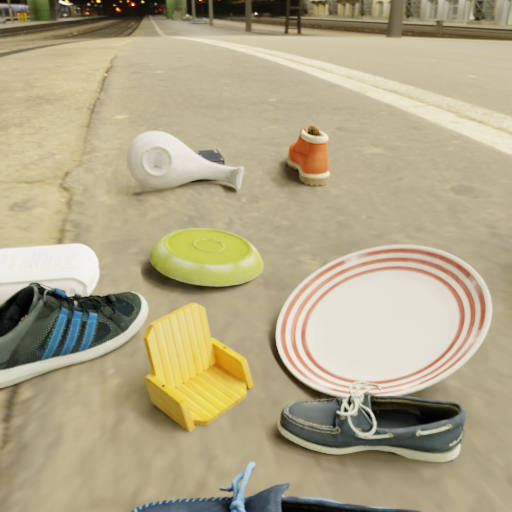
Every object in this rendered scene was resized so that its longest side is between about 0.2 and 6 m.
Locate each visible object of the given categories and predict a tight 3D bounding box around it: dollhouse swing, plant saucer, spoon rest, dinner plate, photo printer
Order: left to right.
[{"bbox_3d":[-2.869,0.264,7.565,1.433,0.498,1.192,-5,25,-11],"label":"photo printer"},{"bbox_3d":[-1.442,-1.801,11.340,2.323,1.154,0.704,12,9,-7],"label":"spoon rest"},{"bbox_3d":[-0.570,1.049,5.586,0.821,0.794,0.903,26,35,36],"label":"dollhouse swing"},{"bbox_3d":[-0.711,-0.057,8.267,1.688,0.262,1.688,7,25,-3],"label":"plant saucer"},{"bbox_3d":[1.384,0.708,6.313,2.379,0.288,2.379,-16,33,10],"label":"dinner plate"}]

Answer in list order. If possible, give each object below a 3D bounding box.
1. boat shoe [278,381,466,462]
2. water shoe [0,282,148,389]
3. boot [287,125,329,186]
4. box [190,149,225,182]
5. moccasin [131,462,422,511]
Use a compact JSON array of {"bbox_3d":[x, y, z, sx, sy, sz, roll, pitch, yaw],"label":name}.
[{"bbox_3d":[1.025,1.475,5.067,1.659,0.513,0.621,6,28,13],"label":"boat shoe"},{"bbox_3d":[-2.197,0.713,6.200,2.251,0.888,0.805,-22,34,-38],"label":"water shoe"},{"bbox_3d":[1.173,-2.381,12.319,0.786,1.123,2.094,-6,25,-8],"label":"boot"},{"bbox_3d":[-1.152,-1.966,12.172,0.812,0.464,0.892,-6,27,-12],"label":"box"},{"bbox_3d":[0.152,1.895,3.915,2.259,0.770,0.909,0,26,1],"label":"moccasin"}]
